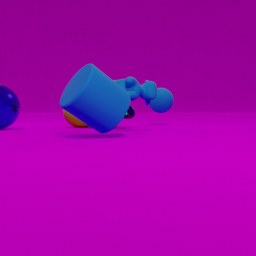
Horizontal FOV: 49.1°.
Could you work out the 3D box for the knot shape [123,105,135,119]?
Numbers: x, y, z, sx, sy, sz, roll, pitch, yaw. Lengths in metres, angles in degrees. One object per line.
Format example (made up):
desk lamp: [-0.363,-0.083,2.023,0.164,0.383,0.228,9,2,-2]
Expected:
knot shape: [-0.359,-0.648,7.839,1.443,0.667,1.350,-3,-39,-38]

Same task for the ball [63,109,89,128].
ball: [-1.385,-0.536,8.311,1.079,1.079,1.079,0,3,0]

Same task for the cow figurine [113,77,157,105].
cow figurine: [0.095,-0.887,6.733,1.149,0.631,1.130,-1,-1,20]

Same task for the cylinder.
cylinder: [-0.585,-0.513,5.054,0.923,0.923,0.923,36,-16,-29]

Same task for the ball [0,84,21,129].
ball: [-3.424,-0.548,7.269,1.186,1.186,1.186,0,3,0]

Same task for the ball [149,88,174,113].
ball: [1.174,-0.978,9.999,0.893,0.893,0.893,0,3,0]
